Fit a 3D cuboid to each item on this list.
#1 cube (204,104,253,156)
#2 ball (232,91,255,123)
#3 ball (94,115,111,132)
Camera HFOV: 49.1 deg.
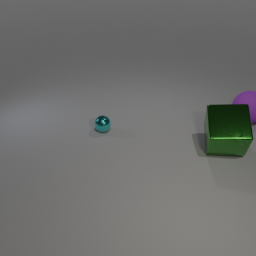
[{"bbox_3d":[3.527,0.094,10.043,1.400,1.400,1.400,0,62,10],"label":"cube"},{"bbox_3d":[5.250,-0.912,12.142,1.400,1.400,1.400,0,31,0],"label":"ball"},{"bbox_3d":[-1.058,-0.178,11.709,0.700,0.700,0.700,0,31,0],"label":"ball"}]
